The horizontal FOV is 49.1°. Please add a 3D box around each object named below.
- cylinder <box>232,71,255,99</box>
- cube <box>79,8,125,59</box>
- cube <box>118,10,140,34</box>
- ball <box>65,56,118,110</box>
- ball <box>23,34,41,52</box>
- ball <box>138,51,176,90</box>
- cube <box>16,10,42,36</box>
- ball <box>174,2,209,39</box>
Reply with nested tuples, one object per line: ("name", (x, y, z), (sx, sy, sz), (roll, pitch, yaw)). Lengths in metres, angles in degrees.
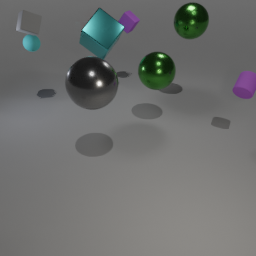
("cylinder", (4.068, -1.474, 9.634), (0.700, 0.700, 0.700), (22, 73, 32))
("cube", (-1.213, -4.206, 12.694), (1.400, 1.400, 1.400), (35, -12, -8))
("cube", (0.024, -5.118, 13.508), (0.700, 0.700, 0.700), (42, 36, -4))
("ball", (-0.955, -1.183, 7.451), (1.400, 1.400, 1.400), (0, 31, 0))
("ball", (-4.013, -3.543, 11.675), (0.700, 0.700, 0.700), (0, 31, 0))
("ball", (1.070, -2.117, 10.404), (1.400, 1.400, 1.400), (0, 31, 0))
("cube", (-3.775, -3.984, 10.654), (0.700, 0.700, 0.700), (7, 8, -35))
("ball", (2.549, -4.312, 11.320), (1.400, 1.400, 1.400), (0, 31, 0))
